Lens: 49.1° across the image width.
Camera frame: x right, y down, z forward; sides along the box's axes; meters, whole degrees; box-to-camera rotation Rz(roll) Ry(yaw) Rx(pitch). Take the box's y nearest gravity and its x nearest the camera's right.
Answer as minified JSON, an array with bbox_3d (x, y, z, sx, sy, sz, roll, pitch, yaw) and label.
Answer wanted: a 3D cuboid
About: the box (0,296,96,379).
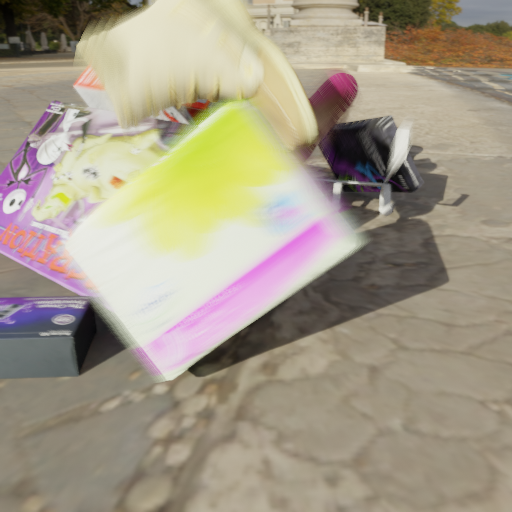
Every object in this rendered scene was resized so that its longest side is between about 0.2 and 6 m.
[{"bbox_3d":[-2.611,0.895,6.296,1.383,0.545,0.976,-1,26,-3],"label":"box"}]

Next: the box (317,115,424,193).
[{"bbox_3d":[2.154,-1.946,11.061,0.382,1.514,2.117,-43,24,-20],"label":"box"}]

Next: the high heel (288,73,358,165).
[{"bbox_3d":[0.926,-2.357,10.340,0.818,2.426,1.166,34,24,-5],"label":"high heel"}]

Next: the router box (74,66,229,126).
[{"bbox_3d":[-1.287,-2.062,10.095,2.771,3.088,0.754,17,69,27],"label":"router box"}]

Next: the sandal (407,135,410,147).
[{"bbox_3d":[3.528,-2.672,14.776,0.997,0.561,2.622,0,32,18],"label":"sandal"}]

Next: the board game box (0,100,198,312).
[{"bbox_3d":[-2.290,-0.834,8.141,4.542,2.726,0.733,18,-13,36],"label":"board game box"}]

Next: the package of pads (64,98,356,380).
[{"bbox_3d":[-0.503,-0.166,5.616,2.406,1.859,0.820,-38,0,12],"label":"package of pads"}]

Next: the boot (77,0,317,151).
[{"bbox_3d":[-0.707,-2.021,6.899,2.079,2.675,0.974,-35,-3,-10],"label":"boot"}]

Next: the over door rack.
[{"bbox_3d":[1.404,-1.304,9.713,2.010,0.906,2.721,5,-13,8],"label":"over door rack"}]
